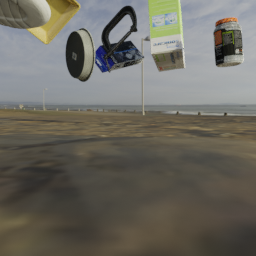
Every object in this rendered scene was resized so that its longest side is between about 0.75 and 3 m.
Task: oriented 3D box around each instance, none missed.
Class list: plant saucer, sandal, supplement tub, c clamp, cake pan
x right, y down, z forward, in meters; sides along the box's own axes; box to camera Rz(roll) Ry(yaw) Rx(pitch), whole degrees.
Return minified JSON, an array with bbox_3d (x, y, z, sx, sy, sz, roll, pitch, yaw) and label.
[{"bbox_3d":[-2.172,-3.084,6.992,1.461,0.354,1.461,-37,-55,25],"label":"plant saucer"},{"bbox_3d":[-2.576,-2.386,4.595,2.844,0.699,1.157,14,-19,9],"label":"sandal"},{"bbox_3d":[2.744,-2.330,7.689,0.743,1.212,0.743,-4,1,0],"label":"supplement tub"},{"bbox_3d":[-0.314,-3.318,10.200,0.279,1.757,2.057,8,-41,-46],"label":"c clamp"},{"bbox_3d":[-1.363,-2.007,7.743,0.267,1.458,1.458,-8,7,-34],"label":"cake pan"}]

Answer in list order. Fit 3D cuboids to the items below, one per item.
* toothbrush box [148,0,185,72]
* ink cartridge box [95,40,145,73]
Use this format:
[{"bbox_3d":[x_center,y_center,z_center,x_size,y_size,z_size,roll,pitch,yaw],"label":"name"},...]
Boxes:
[{"bbox_3d":[1.337,-3.383,9.551,1.034,2.401,1.748,-6,-9,14],"label":"toothbrush box"},{"bbox_3d":[-0.419,-2.885,11.184,2.121,1.055,0.416,-25,-18,-37],"label":"ink cartridge box"}]
